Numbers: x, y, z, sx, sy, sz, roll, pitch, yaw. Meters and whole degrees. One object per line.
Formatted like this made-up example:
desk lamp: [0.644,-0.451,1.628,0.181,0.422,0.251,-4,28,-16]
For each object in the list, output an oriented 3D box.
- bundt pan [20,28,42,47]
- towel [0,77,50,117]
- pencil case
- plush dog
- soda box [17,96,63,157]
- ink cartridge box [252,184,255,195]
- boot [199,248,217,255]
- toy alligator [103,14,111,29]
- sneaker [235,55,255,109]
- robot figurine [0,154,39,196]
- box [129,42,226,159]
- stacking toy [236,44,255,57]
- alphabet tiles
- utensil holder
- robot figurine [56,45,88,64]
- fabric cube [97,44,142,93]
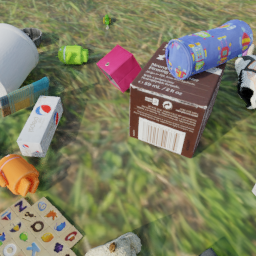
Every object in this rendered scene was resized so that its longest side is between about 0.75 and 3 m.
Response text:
bundt pan: [-4.364,-3.864,12.245,1.291,0.484,1.291,0,46,0]
towel: [-3.272,-0.993,8.937,1.645,1.206,0.178,-31,78,-29]
pencil case: [2.138,-2.149,7.459,2.565,1.001,1.114,-26,48,-26]
plush dog: [-0.155,2.853,5.652,1.295,1.039,1.112,-19,75,-15]
soda box: [-2.614,-0.097,8.547,0.690,0.645,2.025,5,47,4]
ink cartridge box: [4.627,0.573,6.600,2.869,2.527,0.641,-16,47,-15]
boot: [2.151,3.172,5.550,1.429,0.569,1.733,-23,46,-23]
toy alligator: [-1.020,-5.244,13.664,0.357,0.327,1.204,-4,47,-3]
sneaker: [4.272,-1.678,9.836,1.072,0.987,2.679,-6,46,-3]
robot figurine: [-2.868,1.185,7.244,1.317,0.768,0.947,35,59,29]
box: [1.446,-0.885,8.318,2.080,2.058,2.507,19,49,17]
stacking toy: [4.359,-3.281,11.622,1.559,0.666,0.666,20,49,23]
alphabet tiles: [-2.236,2.632,6.346,2.279,0.072,1.896,34,55,28]
utensil holder: [-4.434,-2.093,9.566,1.966,1.966,2.314,7,48,7]
robot figurine: [-2.217,-2.913,11.172,1.226,0.709,1.076,3,36,1]
fabric cube: [-0.265,-2.088,9.850,1.045,1.049,1.029,-43,48,-2]
